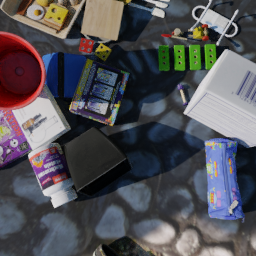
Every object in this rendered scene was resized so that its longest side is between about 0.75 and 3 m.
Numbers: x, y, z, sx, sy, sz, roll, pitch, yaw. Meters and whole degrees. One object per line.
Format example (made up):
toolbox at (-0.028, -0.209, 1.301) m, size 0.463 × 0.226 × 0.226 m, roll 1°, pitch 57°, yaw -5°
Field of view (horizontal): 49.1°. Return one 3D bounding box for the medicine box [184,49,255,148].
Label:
medicine box at (3.537, -0.754, 9.029) m, size 2.631 × 2.889 × 1.487 m, roll 30°, pitch 81°, yaw 5°

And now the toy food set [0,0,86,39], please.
toy food set at (-3.175, -4.887, 10.807) m, size 2.809 × 0.849 × 2.016 m, roll 23°, pitch 81°, yaw 4°

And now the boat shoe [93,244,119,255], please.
boat shoe at (-0.334, 4.512, 9.128) m, size 1.771 × 0.631 × 0.533 m, roll 35°, pitch 116°, yaw 11°

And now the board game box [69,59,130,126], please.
board game box at (-1.023, -1.277, 10.204) m, size 1.658 × 0.569 × 2.006 m, roll 18°, pitch 80°, yaw -5°

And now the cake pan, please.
cake pan at (-1.049, -3.975, 10.934) m, size 1.523 × 0.279 × 1.523 m, roll 0°, pitch 79°, yaw -1°

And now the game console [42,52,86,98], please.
game console at (-2.408, -1.917, 10.547) m, size 1.412 × 0.979 × 1.654 m, roll -2°, pitch 87°, yaw 31°

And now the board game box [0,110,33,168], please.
board game box at (-4.779, -0.023, 10.196) m, size 1.666 × 0.448 × 2.775 m, roll -29°, pitch 81°, yaw -9°

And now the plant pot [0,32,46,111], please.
plant pot at (-3.532, -1.724, 8.653) m, size 2.208 × 1.953 × 2.208 m, roll -1°, pitch 101°, yaw -8°

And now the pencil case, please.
pencil case at (3.226, 1.720, 9.452) m, size 1.095 × 1.219 × 2.807 m, roll -1°, pitch 79°, yaw 0°

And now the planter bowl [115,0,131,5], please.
planter bowl at (-0.273, -5.186, 11.093) m, size 0.968 × 0.403 × 0.968 m, roll 0°, pitch 79°, yaw 0°

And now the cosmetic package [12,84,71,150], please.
cosmetic package at (-3.155, -0.413, 10.001) m, size 1.484 × 0.509 × 1.968 m, roll -33°, pitch 81°, yaw 10°

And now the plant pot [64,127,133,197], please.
plant pot at (-1.076, 1.048, 9.375) m, size 1.818 × 1.814 × 1.613 m, roll -32°, pitch 71°, yaw -5°

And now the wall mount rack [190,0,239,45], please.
wall mount rack at (3.266, -4.011, 10.730) m, size 1.929 × 0.719 × 1.676 m, roll 31°, pitch 85°, yaw 6°

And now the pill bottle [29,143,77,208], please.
pill bottle at (-2.495, 1.611, 9.523) m, size 1.113 × 1.113 × 1.997 m, roll -25°, pitch 81°, yaw -4°

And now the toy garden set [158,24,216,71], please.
toy garden set at (2.220, -3.039, 10.726) m, size 2.130 × 0.425 × 1.775 m, roll -1°, pitch 82°, yaw 1°

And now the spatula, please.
spatula at (0.873, -5.118, 11.245) m, size 1.533 × 0.123 × 1.066 m, roll 19°, pitch 86°, yaw 4°

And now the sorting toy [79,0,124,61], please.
sorting toy at (-0.966, -4.048, 10.705) m, size 1.393 × 0.489 × 2.890 m, roll 11°, pitch 96°, yaw 1°

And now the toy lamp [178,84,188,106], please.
toy lamp at (2.050, -1.250, 10.481) m, size 0.235 × 0.235 × 0.807 m, roll -16°, pitch 80°, yaw -3°
